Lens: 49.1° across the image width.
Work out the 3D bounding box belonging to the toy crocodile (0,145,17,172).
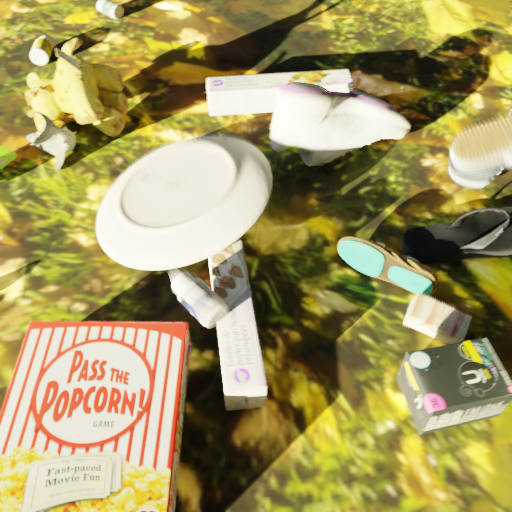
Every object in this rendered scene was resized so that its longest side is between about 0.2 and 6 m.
[{"bbox_3d":[-5.312,-1.487,10.358,0.635,0.581,1.881,28,50,22],"label":"toy crocodile"}]

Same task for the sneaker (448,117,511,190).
[{"bbox_3d":[4.492,-1.843,9.697,2.378,1.290,0.834,-12,73,6],"label":"sneaker"}]

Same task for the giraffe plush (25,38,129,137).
[{"bbox_3d":[-3.780,-3.163,11.258,1.599,1.971,1.701,-18,53,26],"label":"giraffe plush"}]

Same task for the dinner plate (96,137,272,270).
[{"bbox_3d":[-1.316,-1.107,9.596,3.218,0.390,3.218,-11,46,12],"label":"dinner plate"}]

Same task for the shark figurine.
[{"bbox_3d":[-3.740,-2.028,10.545,1.171,1.960,0.818,14,86,-25],"label":"shark figurine"}]

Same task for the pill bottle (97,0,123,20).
[{"bbox_3d":[-3.844,-6.485,14.706,0.653,0.369,0.369,31,56,23],"label":"pill bottle"}]

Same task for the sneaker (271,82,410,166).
[{"bbox_3d":[1.586,-2.456,10.856,2.974,1.481,1.113,2,30,-24],"label":"sneaker"}]

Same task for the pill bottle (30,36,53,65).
[{"bbox_3d":[-5.082,-4.901,13.316,0.416,0.416,0.739,-1,50,-1],"label":"pill bottle"}]

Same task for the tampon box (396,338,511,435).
[{"bbox_3d":[2.615,1.717,7.436,1.164,0.735,0.873,-10,50,-8],"label":"tampon box"}]

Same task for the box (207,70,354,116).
[{"bbox_3d":[0.509,-3.493,11.971,3.091,0.641,0.598,-5,49,-3],"label":"box"}]

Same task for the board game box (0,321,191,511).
[{"bbox_3d":[-2.053,2.207,7.042,2.219,0.678,2.929,0,49,0],"label":"board game box"}]

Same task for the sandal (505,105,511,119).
[{"bbox_3d":[5.923,-2.256,10.760,2.367,0.940,0.675,32,61,13],"label":"sandal"}]

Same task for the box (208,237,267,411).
[{"bbox_3d":[-0.338,0.818,8.312,0.563,0.603,2.908,-6,49,-5],"label":"box"}]

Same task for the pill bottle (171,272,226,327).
[{"bbox_3d":[-0.818,0.583,7.829,0.437,0.437,0.787,-35,62,-26],"label":"pill bottle"}]

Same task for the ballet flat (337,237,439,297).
[{"bbox_3d":[2.143,0.094,9.013,1.682,0.571,0.609,24,33,19],"label":"ballet flat"}]

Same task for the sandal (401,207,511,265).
[{"bbox_3d":[3.637,-0.378,9.372,2.404,0.515,0.914,-14,51,-12],"label":"sandal"}]

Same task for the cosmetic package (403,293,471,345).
[{"bbox_3d":[2.655,0.944,8.231,0.830,0.362,0.429,24,65,7],"label":"cosmetic package"}]
